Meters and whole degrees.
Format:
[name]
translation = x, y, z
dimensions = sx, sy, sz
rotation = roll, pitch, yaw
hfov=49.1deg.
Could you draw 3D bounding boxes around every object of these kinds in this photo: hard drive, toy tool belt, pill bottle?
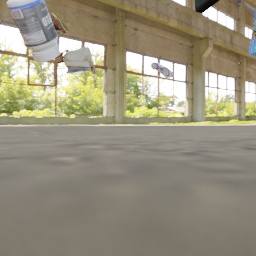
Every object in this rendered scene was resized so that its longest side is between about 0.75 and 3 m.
[hard drive]
translation = 1.849, -3.550, 6.129
dimensions = 0.267, 1.621, 1.131
rotation = 3, -8, -24
[toy tool belt]
translation = -1.861, -2.232, 9.881
dimensions = 1.512, 0.929, 0.944
rotation = -1, 38, 26
[pill bottle]
translation = -2.802, -3.052, 8.581
dimensions = 1.061, 1.864, 1.061
rotation = -9, 37, 7

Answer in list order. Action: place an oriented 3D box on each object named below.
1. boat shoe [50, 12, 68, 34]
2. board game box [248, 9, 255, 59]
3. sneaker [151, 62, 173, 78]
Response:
[boat shoe]
translation = -2.656, -3.858, 10.511
dimensions = 1.336, 0.451, 0.481
rotation = 52, 0, 37
[board game box]
translation = 4.178, -2.921, 8.302
dimensions = 1.487, 1.966, 0.360
rotation = 12, -4, -42
[sneaker]
translation = 1.265, -2.113, 10.041
dimensions = 0.901, 0.337, 0.449
rotation = 37, 28, 13
